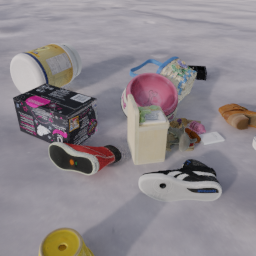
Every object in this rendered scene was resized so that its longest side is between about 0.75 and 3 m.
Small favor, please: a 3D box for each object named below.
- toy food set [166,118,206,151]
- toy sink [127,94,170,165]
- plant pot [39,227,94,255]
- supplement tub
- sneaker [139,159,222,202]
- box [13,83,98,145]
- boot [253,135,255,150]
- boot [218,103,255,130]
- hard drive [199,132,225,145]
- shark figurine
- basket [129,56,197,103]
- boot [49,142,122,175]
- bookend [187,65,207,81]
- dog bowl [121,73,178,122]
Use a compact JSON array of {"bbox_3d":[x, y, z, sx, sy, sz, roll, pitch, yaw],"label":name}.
[{"bbox_3d":[2.056,0.128,9.937,1.385,0.343,2.178,8,33,12],"label":"toy food set"},{"bbox_3d":[0.605,-0.014,8.701,1.069,1.908,1.244,-6,32,-9],"label":"toy sink"},{"bbox_3d":[-1.197,2.578,5.329,1.208,1.136,1.208,1,33,0],"label":"plant pot"},{"bbox_3d":[-3.667,-2.723,12.873,2.013,2.013,2.789,19,36,27],"label":"supplement tub"},{"bbox_3d":[1.351,1.358,7.701,2.170,0.793,1.214,8,29,-3],"label":"sneaker"},{"bbox_3d":[-2.474,-0.443,9.851,2.466,1.415,1.629,19,35,25],"label":"box"},{"bbox_3d":[4.516,0.438,8.011,1.062,1.318,2.918,7,21,-5],"label":"boot"},{"bbox_3d":[4.576,-0.450,10.653,1.984,0.761,1.540,-8,26,-7],"label":"boot"},{"bbox_3d":[2.878,0.359,9.796,0.804,0.106,0.530,-10,34,-15],"label":"hard drive"},{"bbox_3d":[1.634,0.090,9.439,1.030,0.719,1.724,-20,34,-25],"label":"shark figurine"},{"bbox_3d":[1.598,-2.305,12.456,2.538,1.765,2.238,24,38,19],"label":"basket"},{"bbox_3d":[-1.311,0.791,8.692,2.105,0.762,1.519,13,18,34],"label":"boot"},{"bbox_3d":[3.565,-2.884,14.610,0.978,0.451,0.972,5,33,8],"label":"bookend"},{"bbox_3d":[0.881,-1.127,10.577,2.268,0.836,2.268,4,59,-7],"label":"dog bowl"}]
